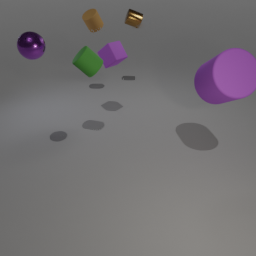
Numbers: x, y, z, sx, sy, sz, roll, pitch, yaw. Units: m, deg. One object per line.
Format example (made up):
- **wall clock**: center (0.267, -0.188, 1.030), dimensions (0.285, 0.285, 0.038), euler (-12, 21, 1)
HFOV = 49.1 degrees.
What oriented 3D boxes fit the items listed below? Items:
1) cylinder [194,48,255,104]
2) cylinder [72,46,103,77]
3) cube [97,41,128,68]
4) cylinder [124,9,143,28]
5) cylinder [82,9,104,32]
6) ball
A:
- **cylinder**: center (2.862, -1.466, 8.256), dimensions (1.400, 1.400, 1.400), euler (-5, -1, -8)
- **cylinder**: center (-1.250, -2.059, 8.713), dimensions (0.700, 0.700, 0.700), euler (-37, 31, 27)
- **cube**: center (-0.585, -2.789, 10.635), dimensions (0.700, 0.700, 0.700), euler (-24, 5, 45)
- **cylinder**: center (0.269, -5.184, 13.280), dimensions (0.700, 0.700, 0.700), euler (16, 27, -15)
- **cylinder**: center (-1.505, -4.610, 12.025), dimensions (0.700, 0.700, 0.700), euler (-12, 55, 18)
- **ball**: center (-2.476, -2.106, 7.177), dimensions (0.700, 0.700, 0.700), euler (0, 30, 0)
